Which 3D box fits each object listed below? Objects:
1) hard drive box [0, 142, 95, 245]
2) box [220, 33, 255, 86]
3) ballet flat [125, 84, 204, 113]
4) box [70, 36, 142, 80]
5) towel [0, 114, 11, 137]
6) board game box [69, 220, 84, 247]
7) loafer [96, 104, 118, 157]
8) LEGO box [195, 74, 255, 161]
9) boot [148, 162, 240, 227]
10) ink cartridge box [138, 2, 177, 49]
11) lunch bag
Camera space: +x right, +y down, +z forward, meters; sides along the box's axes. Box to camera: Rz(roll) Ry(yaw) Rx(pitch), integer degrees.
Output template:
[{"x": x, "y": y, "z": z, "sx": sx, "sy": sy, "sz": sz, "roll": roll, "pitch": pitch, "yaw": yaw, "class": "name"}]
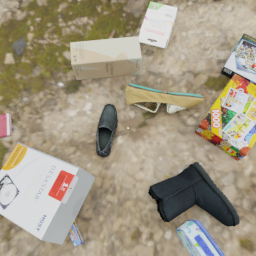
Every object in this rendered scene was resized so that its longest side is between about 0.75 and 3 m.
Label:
[{"x": -2.671, "y": 1.853, "z": 8.392, "sx": 2.697, "sy": 1.036, "sz": 2.102, "roll": 15, "pitch": 69, "yaw": 30, "class": "hard drive box"}, {"x": 5.165, "y": -2.272, "z": 10.679, "sx": 2.644, "sy": 0.498, "sz": 1.806, "roll": 31, "pitch": 73, "yaw": 11, "class": "box"}, {"x": 1.272, "y": -0.963, "z": 10.142, "sx": 2.815, "sy": 0.966, "sz": 0.887, "roll": 10, "pitch": 98, "yaw": 6, "class": "ballet flat"}, {"x": -0.795, "y": -2.583, "z": 10.449, "sx": 2.503, "sy": 1.188, "sz": 0.973, "roll": -6, "pitch": 71, "yaw": -1, "class": "box"}, {"x": -4.811, "y": -0.041, "z": 10.059, "sx": 1.197, "sy": 0.136, "sz": 0.862, "roll": -10, "pitch": 71, "yaw": -3, "class": "towel"}, {"x": -1.712, "y": 3.040, "z": 8.602, "sx": 0.197, "sy": 0.774, "sz": 1.143, "roll": -26, "pitch": 71, "yaw": -9, "class": "board game box"}, {"x": -0.732, "y": 0.024, "z": 9.740, "sx": 0.672, "sy": 0.695, "sz": 1.980, "roll": 7, "pitch": 70, "yaw": 2, "class": "loafer"}, {"x": 3.768, "y": -0.380, "z": 9.760, "sx": 1.790, "sy": 0.927, "sz": 2.403, "roll": 34, "pitch": 74, "yaw": 12, "class": "LEGO box"}, {"x": 1.966, "y": 2.428, "z": 8.732, "sx": 1.985, "sy": 0.902, "sz": 2.362, "roll": -28, "pitch": 66, "yaw": -13, "class": "boot"}, {"x": 1.157, "y": -3.944, "z": 11.196, "sx": 1.176, "sy": 0.676, "sz": 2.008, "roll": 16, "pitch": 71, "yaw": 6, "class": "ink cartridge box"}, {"x": 2.174, "y": 3.507, "z": 8.119, "sx": 0.694, "sy": 1.353, "sz": 1.684, "roll": -32, "pitch": 72, "yaw": -10, "class": "lunch bag"}]
